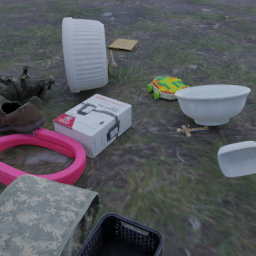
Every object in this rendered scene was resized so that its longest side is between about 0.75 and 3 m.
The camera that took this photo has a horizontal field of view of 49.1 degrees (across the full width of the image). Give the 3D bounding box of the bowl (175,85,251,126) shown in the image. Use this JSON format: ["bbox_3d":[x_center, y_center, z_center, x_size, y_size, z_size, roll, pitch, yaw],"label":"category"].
[{"bbox_3d":[2.643,-0.698,8.864,2.252,1.012,2.252,-5,15,1],"label":"bowl"}]

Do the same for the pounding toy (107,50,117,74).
[{"bbox_3d":[-0.984,-2.661,12.251,1.229,0.570,0.949,-27,64,22],"label":"pounding toy"}]

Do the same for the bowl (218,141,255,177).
[{"bbox_3d":[2.581,0.684,6.461,0.956,0.955,0.357,-16,38,19],"label":"bowl"}]

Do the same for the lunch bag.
[{"bbox_3d":[-1.652,1.899,5.235,1.743,1.249,2.125,11,41,15],"label":"lunch bag"}]

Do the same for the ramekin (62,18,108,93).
[{"bbox_3d":[-1.514,-2.692,10.426,1.411,2.688,2.688,-4,35,-4],"label":"ramekin"}]

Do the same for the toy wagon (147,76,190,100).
[{"bbox_3d":[1.499,-1.665,11.059,1.448,0.369,1.866,-12,37,-17],"label":"toy wagon"}]

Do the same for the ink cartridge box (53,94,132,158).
[{"bbox_3d":[-0.996,-0.157,8.499,1.450,0.832,1.997,21,40,27],"label":"ink cartridge box"}]

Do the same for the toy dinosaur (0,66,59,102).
[{"bbox_3d":[-3.907,-1.391,10.052,2.615,1.338,1.007,-17,44,-8],"label":"toy dinosaur"}]

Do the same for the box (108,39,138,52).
[{"bbox_3d":[-0.227,-4.560,15.367,1.243,0.162,1.521,11,36,15],"label":"box"}]

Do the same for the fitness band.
[{"bbox_3d":[-2.421,0.749,7.268,2.815,0.527,2.022,16,30,22],"label":"fitness band"}]

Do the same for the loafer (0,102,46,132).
[{"bbox_3d":[-3.533,-0.444,8.524,2.480,0.880,0.906,-1,30,31],"label":"loafer"}]

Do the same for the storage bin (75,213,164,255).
[{"bbox_3d":[-0.255,2.513,4.705,1.230,0.853,1.820,16,39,21],"label":"storage bin"}]

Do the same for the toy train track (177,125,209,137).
[{"bbox_3d":[2.054,0.008,8.861,1.024,0.167,0.587,-5,36,-9],"label":"toy train track"}]
